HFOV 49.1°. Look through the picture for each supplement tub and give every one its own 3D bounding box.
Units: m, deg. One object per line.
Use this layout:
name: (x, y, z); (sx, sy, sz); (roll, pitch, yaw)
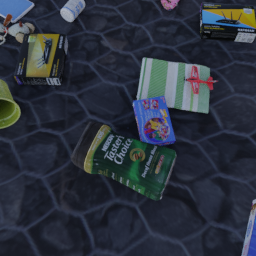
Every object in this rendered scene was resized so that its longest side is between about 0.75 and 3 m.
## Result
supplement tub: (-2.280, -4.943, 11.602); (0.642, 0.642, 0.973); (26, 68, 12)

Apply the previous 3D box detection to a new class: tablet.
tablet: (-5.189, -5.329, 12.069); (2.012, 0.137, 1.309); (32, 68, 15)

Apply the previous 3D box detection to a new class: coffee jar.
coffee jar: (-0.150, 0.927, 8.406); (2.943, 1.256, 1.535); (20, 66, 10)

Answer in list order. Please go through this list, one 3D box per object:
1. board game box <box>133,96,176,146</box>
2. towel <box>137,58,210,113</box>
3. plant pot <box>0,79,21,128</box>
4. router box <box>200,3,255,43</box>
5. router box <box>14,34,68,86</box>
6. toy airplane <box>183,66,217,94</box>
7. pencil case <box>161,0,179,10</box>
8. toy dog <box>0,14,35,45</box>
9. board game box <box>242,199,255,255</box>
board game box: (0.848, -0.202, 9.309); (1.080, 0.359, 1.606); (-10, 74, -5)
towel: (1.663, -1.565, 10.132); (2.536, 0.297, 1.934); (9, 69, 2)
plant pot: (-4.434, -0.919, 9.349); (1.418, 1.418, 1.304); (-20, 56, -9)
router box: (3.999, -4.279, 11.330); (2.101, 0.536, 1.567); (5, 64, 2)
router box: (-3.201, -2.591, 10.507); (1.619, 0.538, 2.059); (1, 64, 0)
toy airplane: (2.558, -1.670, 9.921); (1.209, 0.222, 1.209); (1, 66, -2)
pencil case: (2.100, -5.752, 11.992); (0.691, 0.661, 1.596); (44, 68, -13)
toy dog: (-4.606, -3.969, 11.026); (1.700, 0.819, 1.121); (-4, 64, -2)
board game box: (4.400, 3.428, 7.628); (2.297, 0.474, 2.302); (20, 66, 9)
